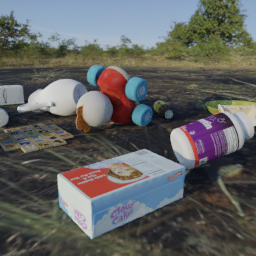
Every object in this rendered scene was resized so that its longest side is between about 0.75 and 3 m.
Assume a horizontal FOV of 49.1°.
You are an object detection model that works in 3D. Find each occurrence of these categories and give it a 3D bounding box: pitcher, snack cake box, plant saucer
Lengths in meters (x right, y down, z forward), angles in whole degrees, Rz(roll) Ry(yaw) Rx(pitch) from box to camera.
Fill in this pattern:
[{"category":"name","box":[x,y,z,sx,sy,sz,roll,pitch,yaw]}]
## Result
[{"category":"pitcher","box":[-3.368,-1.213,12.644,2.721,1.649,2.334,-3,23,29]},{"category":"snack cake box","box":[-0.090,1.150,5.520,2.217,0.745,1.275,-12,21,-35]},{"category":"plant saucer","box":[5.086,-0.869,13.224,2.813,0.437,2.813,0,16,0]}]

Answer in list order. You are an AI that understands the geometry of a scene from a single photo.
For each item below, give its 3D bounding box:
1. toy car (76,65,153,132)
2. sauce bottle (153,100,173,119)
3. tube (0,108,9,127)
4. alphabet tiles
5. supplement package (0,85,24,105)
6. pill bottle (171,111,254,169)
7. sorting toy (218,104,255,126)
[{"category":"toy car","box":[-0.949,-0.720,10.680,2.554,2.451,2.771,26,56,35]},{"category":"sauce bottle","box":[1.629,-0.851,12.858,0.603,0.603,1.862,-2,15,-8]},{"category":"tube","box":[-5.662,-0.588,11.941,1.105,0.719,2.854,1,8,-30]},{"category":"alphabet tiles","box":[-3.269,0.289,9.682,2.223,0.085,2.671,-12,20,-34]},{"category":"supplement package","box":[-6.766,-1.832,15.579,1.685,0.985,0.988,-10,18,-31]},{"category":"pill bottle","box":[2.072,0.237,6.920,1.862,1.047,1.047,-20,19,-7]},{"category":"sorting toy","box":[4.440,-0.382,11.128,1.467,0.784,1.320,1,24,0]}]
